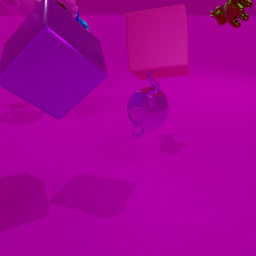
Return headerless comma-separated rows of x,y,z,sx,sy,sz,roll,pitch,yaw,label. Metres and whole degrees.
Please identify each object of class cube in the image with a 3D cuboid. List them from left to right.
-1.373,-1.261,5.159,1.354,1.354,1.354,35,27,-37,cube
0.607,-1.577,5.401,1.062,1.062,1.062,-4,0,14,cube

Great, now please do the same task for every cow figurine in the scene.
-2.835,-3.122,6.852,1.324,0.738,1.345,18,-4,43,cow figurine
2.671,-3.102,7.372,0.586,1.068,1.050,-39,65,-6,cow figurine

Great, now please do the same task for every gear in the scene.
-2.301,-4.019,9.230,1.271,1.271,0.235,6,66,12,gear

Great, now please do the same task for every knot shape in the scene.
-2.012,-4.118,10.870,0.570,1.154,1.233,-29,1,18,knot shape

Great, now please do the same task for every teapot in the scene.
0.331,-0.404,5.203,0.656,1.340,0.833,-2,28,-41,teapot

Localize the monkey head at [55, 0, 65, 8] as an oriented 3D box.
-2.583,-4.737,10.099,0.882,1.226,0.739,12,31,-11,monkey head
